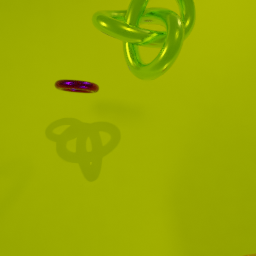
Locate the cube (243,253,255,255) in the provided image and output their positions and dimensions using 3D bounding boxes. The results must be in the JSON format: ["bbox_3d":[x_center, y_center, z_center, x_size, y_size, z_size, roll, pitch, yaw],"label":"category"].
[{"bbox_3d":[2.373,3.145,5.462,1.138,1.138,1.138,13,52,-36],"label":"cube"}]

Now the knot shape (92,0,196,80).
[{"bbox_3d":[0.211,-1.768,4.803,1.694,0.836,1.810,15,72,15],"label":"knot shape"}]

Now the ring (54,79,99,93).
[{"bbox_3d":[-1.227,-0.996,6.766,1.070,1.070,0.214,4,91,1],"label":"ring"}]
